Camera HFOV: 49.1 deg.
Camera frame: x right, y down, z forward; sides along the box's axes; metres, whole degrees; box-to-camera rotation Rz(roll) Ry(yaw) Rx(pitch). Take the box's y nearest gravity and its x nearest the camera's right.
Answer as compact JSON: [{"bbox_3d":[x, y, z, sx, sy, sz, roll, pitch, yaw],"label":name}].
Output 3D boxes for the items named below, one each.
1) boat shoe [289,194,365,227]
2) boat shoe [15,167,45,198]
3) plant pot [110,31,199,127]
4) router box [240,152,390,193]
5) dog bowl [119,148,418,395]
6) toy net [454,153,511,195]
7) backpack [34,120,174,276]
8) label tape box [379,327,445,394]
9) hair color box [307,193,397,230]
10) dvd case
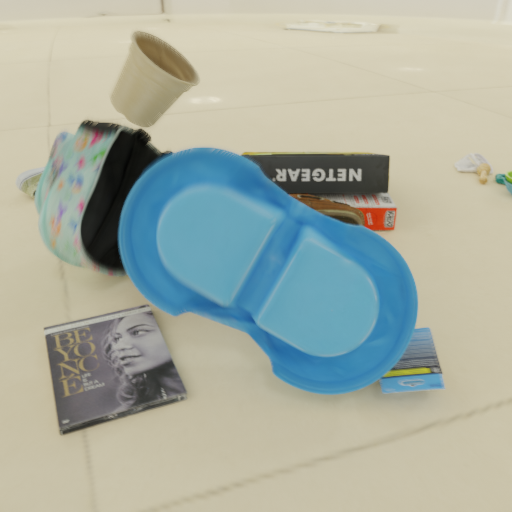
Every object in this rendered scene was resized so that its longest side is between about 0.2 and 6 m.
[{"bbox_3d":[0.872,-0.783,11.476,2.667,0.960,0.907,14,30,11],"label":"boat shoe"},{"bbox_3d":[-4.866,-1.911,13.797,0.634,0.736,2.043,43,47,15],"label":"boat shoe"},{"bbox_3d":[-1.551,-2.470,8.108,1.096,1.003,1.096,31,31,-21],"label":"plant pot"},{"bbox_3d":[1.223,-1.952,12.874,3.188,0.833,2.507,0,12,0],"label":"router box"},{"bbox_3d":[0.164,0.158,7.624,4.054,2.260,1.005,30,8,1],"label":"dog bowl"},{"bbox_3d":[6.242,-2.165,14.236,1.439,0.530,2.742,-11,31,-19],"label":"toy net"},{"bbox_3d":[-2.696,-0.930,9.877,1.843,2.449,2.174,8,-11,24],"label":"backpack"},{"bbox_3d":[2.094,1.531,7.750,0.816,0.377,1.140,-8,36,10],"label":"label tape box"},{"bbox_3d":[2.020,-0.965,12.081,1.814,0.555,0.921,0,27,1],"label":"hair color box"},{"bbox_3d":[-2.116,1.517,8.129,1.672,0.180,2.248,-12,32,-19],"label":"dvd case"}]
